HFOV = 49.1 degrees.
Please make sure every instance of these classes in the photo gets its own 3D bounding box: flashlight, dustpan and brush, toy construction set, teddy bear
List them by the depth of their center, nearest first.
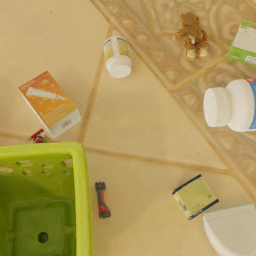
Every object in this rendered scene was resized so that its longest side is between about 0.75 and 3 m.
[{"bbox_3d":[2.763,3.031,6.874,1.448,0.594,2.074,-9,60,-9],"label":"dustpan and brush"},{"bbox_3d":[-0.659,1.905,7.442,0.317,0.316,0.934,-14,62,9],"label":"flashlight"},{"bbox_3d":[-2.536,0.778,7.638,1.061,1.152,1.381,-35,50,-1],"label":"toy construction set"},{"bbox_3d":[2.171,-3.050,9.504,1.238,0.570,1.708,-27,77,-3],"label":"teddy bear"}]

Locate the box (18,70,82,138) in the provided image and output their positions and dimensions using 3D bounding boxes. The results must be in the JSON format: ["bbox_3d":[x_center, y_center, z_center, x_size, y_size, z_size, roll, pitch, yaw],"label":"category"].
[{"bbox_3d":[-2.286,-0.701,8.271,1.021,0.800,1.641,-36,71,-15],"label":"box"}]

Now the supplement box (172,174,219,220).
[{"bbox_3d":[1.749,1.808,7.325,0.834,0.560,0.833,-29,70,-12],"label":"supplement box"}]

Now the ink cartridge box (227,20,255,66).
[{"bbox_3d":[4.041,-2.861,9.377,0.996,0.510,1.348,21,67,9],"label":"ink cartridge box"}]

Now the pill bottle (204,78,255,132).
[{"bbox_3d":[3.604,-0.663,7.889,2.653,1.489,1.489,-4,67,-3],"label":"pill bottle"}]

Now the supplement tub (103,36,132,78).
[{"bbox_3d":[-0.329,-2.254,8.943,0.816,0.816,1.130,-8,67,-3],"label":"supplement tub"}]

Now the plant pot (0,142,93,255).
[{"bbox_3d":[-2.139,2.207,5.986,2.964,2.703,2.979,-5,66,-2],"label":"plant pot"}]
